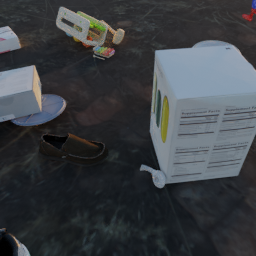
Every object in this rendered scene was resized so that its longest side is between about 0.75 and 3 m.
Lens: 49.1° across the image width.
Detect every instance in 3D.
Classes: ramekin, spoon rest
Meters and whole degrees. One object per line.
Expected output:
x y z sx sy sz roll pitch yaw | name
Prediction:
3.349 -2.573 10.977 2.243 1.045 2.243 -1 42 1 | ramekin
0.691 1.241 7.385 0.263 0.431 0.868 2 23 -41 | spoon rest

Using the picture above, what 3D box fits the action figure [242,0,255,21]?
3.756 -4.344 8.207 0.690 2.114 1.047 -32 66 -15 | action figure

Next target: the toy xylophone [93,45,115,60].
-1.103 -3.334 12.393 0.998 0.251 0.731 15 46 17 | toy xylophone

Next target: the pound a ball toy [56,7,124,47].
-1.843 -4.593 13.298 1.899 1.237 2.913 -7 36 -46 | pound a ball toy

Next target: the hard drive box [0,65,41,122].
-3.826 -1.185 9.326 1.666 0.821 2.138 -14 35 -7 | hard drive box

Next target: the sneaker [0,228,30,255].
-2.162 2.819 4.775 0.857 1.542 2.205 -13 44 -14 | sneaker

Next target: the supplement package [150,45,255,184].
1.826 -0.332 7.256 2.103 2.791 2.118 -5 43 -6 | supplement package

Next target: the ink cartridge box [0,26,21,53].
-5.755 -4.100 12.967 1.037 0.604 1.423 -25 47 -25 | ink cartridge box

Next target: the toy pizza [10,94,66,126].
-2.947 -0.557 9.260 1.835 0.291 1.835 -5 36 4 | toy pizza

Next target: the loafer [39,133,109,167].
-1.557 0.560 7.822 2.036 0.726 0.743 3 43 3 | loafer
